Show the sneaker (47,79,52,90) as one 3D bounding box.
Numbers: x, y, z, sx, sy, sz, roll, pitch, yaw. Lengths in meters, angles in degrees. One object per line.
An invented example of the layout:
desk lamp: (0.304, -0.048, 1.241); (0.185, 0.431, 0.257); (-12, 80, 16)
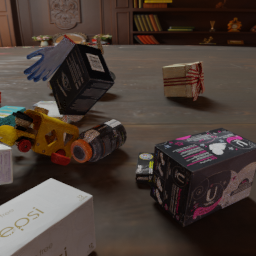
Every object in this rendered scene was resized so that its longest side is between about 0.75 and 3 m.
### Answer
sneaker: (-3.067, -2.224, 14.547); (2.076, 0.811, 0.938); (-22, 39, -35)

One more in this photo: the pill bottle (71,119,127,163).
pill bottle: (-0.771, 0.362, 7.312); (0.828, 0.828, 1.559); (12, 24, 30)

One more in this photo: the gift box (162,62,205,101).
gift box: (2.680, -2.203, 13.206); (1.695, 1.675, 1.815); (3, 23, 35)

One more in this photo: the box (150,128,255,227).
box: (1.492, 0.866, 5.404); (1.840, 1.216, 1.056); (-11, 27, -29)

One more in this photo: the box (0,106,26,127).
box: (-4.341, -0.184, 9.224); (0.873, 0.522, 2.123); (6, 21, 15)

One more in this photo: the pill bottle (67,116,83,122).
pill bottle: (-1.848, -0.678, 10.435); (0.605, 0.605, 1.058); (3, 21, 7)

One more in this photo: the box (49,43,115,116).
box: (-1.328, -1.269, 7.763); (0.863, 1.224, 1.654); (0, -30, -45)

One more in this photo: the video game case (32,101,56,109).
video game case: (-3.131, -0.958, 11.568); (1.271, 0.140, 1.159); (1, 15, -1)

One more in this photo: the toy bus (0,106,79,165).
toy bus: (-2.216, 0.051, 6.788); (2.015, 1.103, 2.136); (20, -6, -9)

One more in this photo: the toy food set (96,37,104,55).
toy food set: (-1.419, -1.960, 9.140); (0.620, 1.899, 1.117); (18, -3, 8)

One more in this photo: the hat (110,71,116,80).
hat: (-1.572, -2.221, 14.263); (2.176, 0.878, 2.176); (-4, 27, 2)

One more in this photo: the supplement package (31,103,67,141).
supplement package: (-2.352, -0.156, 8.545); (0.898, 0.909, 1.500); (1, 21, -7)

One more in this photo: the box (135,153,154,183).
box: (0.651, 0.930, 6.626); (0.883, 0.244, 1.103); (2, 21, 6)

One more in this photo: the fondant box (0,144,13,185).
fondant box: (-3.705, 0.723, 5.388); (2.485, 0.724, 1.793); (-3, 4, -35)

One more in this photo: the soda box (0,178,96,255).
soda box: (-1.691, 1.752, 3.323); (0.938, 1.004, 2.948); (13, 24, 31)

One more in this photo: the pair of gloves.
pair of gloves: (-2.522, -2.275, 10.967); (2.921, 2.348, 0.333); (34, 21, -53)
